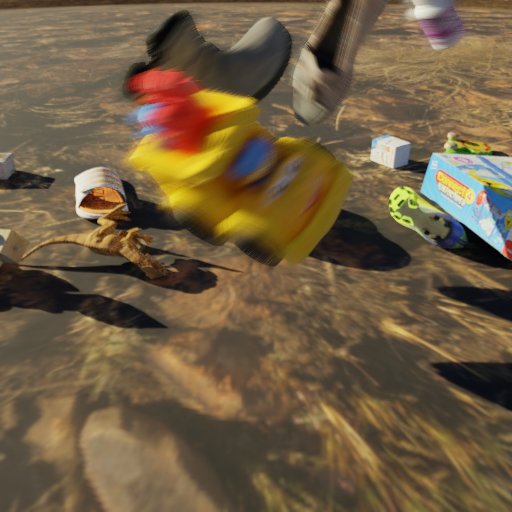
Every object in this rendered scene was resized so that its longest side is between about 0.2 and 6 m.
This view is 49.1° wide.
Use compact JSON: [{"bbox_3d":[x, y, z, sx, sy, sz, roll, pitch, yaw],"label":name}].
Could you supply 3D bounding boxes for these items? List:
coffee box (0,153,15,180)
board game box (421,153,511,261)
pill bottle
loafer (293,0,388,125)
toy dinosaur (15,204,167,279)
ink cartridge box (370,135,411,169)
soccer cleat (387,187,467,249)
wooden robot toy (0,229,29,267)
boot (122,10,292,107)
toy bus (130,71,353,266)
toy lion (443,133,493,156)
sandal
[{"bbox_3d":[-6.188,-2.047,12.820,1.086,0.433,0.621,-2,30,-3],"label":"coffee box"},{"bbox_3d":[5.060,-0.916,10.052,2.982,0.833,2.920,-1,29,-18],"label":"board game box"},{"bbox_3d":[1.749,-2.328,5.432,0.335,0.596,0.335,-28,39,26],"label":"pill bottle"},{"bbox_3d":[0.920,-2.618,7.129,0.798,2.219,0.697,37,41,13],"label":"loafer"},{"bbox_3d":[-2.628,-0.270,9.437,2.580,0.779,1.371,10,33,17],"label":"toy dinosaur"},{"bbox_3d":[3.233,-2.507,13.495,0.543,0.553,0.751,-20,36,-31],"label":"ink cartridge box"},{"bbox_3d":[3.147,-0.681,10.430,0.818,0.632,1.954,23,18,-31],"label":"soccer cleat"},{"bbox_3d":[-4.909,0.077,9.013,2.559,1.127,1.161,9,66,14],"label":"wooden robot toy"},{"bbox_3d":[-0.673,-3.209,9.107,1.035,1.997,3.057,24,76,37],"label":"boot"},{"bbox_3d":[-0.365,-1.221,6.832,2.417,2.321,1.641,22,73,40],"label":"toy bus"},{"bbox_3d":[5.321,-2.676,14.040,1.140,0.408,1.189,17,34,13],"label":"toy lion"},{"bbox_3d":[-3.315,-1.517,11.601,0.982,0.734,2.563,-10,32,-17],"label":"sandal"}]
